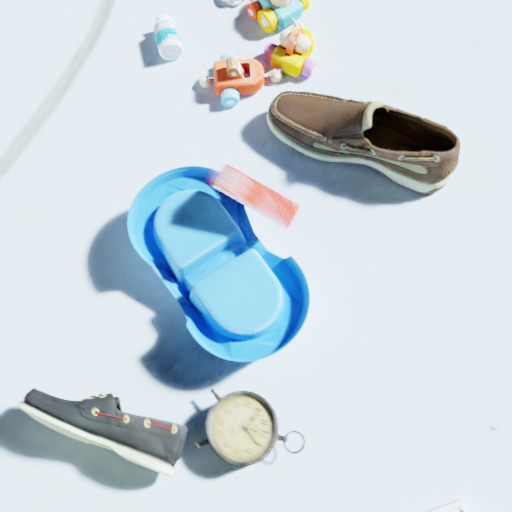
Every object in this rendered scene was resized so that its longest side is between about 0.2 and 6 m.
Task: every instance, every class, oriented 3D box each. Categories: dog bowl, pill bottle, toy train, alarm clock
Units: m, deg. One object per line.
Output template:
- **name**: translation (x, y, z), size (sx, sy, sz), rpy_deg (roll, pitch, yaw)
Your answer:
- **dog bowl**: translation (-0.599, 0.155, 8.740), size (1.885, 0.838, 3.381), rpy_deg (-33, 73, -12)
- **pill bottle**: translation (-1.685, -4.163, 10.610), size (0.458, 0.458, 0.826), rpy_deg (-14, 69, -5)
- **toy train**: translation (0.040, -4.204, 10.439), size (2.173, 0.805, 2.894), rpy_deg (0, 69, 0)
- **alarm clock**: translation (-0.039, 2.499, 7.973), size (1.493, 0.497, 1.007), rpy_deg (12, 70, 12)

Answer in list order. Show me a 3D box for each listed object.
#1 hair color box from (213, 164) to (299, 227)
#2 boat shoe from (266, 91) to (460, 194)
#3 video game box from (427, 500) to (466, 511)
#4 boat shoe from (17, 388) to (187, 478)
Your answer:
- **hair color box**: translation (-0.017, -0.901, 8.418), size (1.236, 0.685, 0.395), rpy_deg (28, 92, -9)
- **boat shoe**: translation (1.804, -2.209, 9.426), size (3.365, 1.245, 1.243), rpy_deg (19, 70, 7)
- **video game box**: translation (2.532, 3.931, 7.612), size (0.970, 0.227, 0.884), rpy_deg (-17, 68, -6)
- **boat shoe**: translation (-2.153, 2.344, 7.907), size (2.396, 0.877, 0.751), rpy_deg (19, 66, 4)
